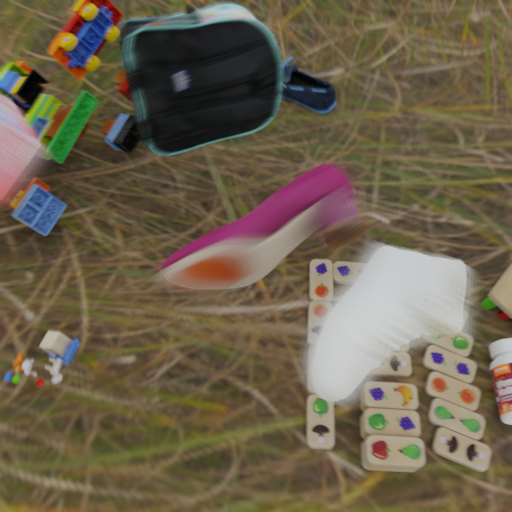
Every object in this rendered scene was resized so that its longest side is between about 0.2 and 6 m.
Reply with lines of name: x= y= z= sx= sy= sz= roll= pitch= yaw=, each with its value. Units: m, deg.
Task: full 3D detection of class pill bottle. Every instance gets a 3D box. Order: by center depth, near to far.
pill bottle: x=4.063 y=1.960 z=8.761 sx=0.672 sy=0.672 sz=1.227 roll=0 pitch=60 yaw=0

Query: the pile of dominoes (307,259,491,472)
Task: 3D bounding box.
pile of dominoes: x=2.234 y=1.572 z=9.048 sx=2.779 sy=0.568 sz=3.565 roll=3 pitch=60 yaw=2

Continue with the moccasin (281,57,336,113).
moccasin: x=0.806 y=-3.857 z=12.122 sx=2.118 sy=0.722 sz=0.852 roll=23 pitch=62 yaw=13

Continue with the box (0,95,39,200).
box: x=-3.725 y=-0.896 z=6.464 sx=2.259 sy=1.069 sz=1.159 roll=-49 pitch=57 yaw=12

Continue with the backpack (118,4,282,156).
backpack: x=-0.799 y=-2.776 z=8.586 sx=2.270 sy=1.995 sz=1.740 roll=-12 pitch=34 yaw=-6

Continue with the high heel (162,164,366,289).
high heel: x=0.021 y=-0.438 z=7.994 sx=2.880 sy=0.971 sz=1.385 roll=-14 pitch=48 yaw=-5

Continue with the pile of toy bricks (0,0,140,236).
pile of toy bricks: x=-4.051 y=-2.614 z=10.836 sx=2.293 sy=2.577 sz=4.645 roll=20 pitch=75 yaw=43

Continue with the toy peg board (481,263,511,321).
toy peg board: x=4.701 y=0.746 z=9.586 sx=1.367 sy=0.672 sz=1.373 roll=43 pitch=69 yaw=5

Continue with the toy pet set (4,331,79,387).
toy pet set: x=-3.343 y=1.740 z=9.046 sx=1.046 sy=0.556 sz=0.977 roll=-1 pitch=53 yaw=38

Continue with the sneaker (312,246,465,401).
sneaker: x=1.282 y=0.629 z=5.100 sx=1.008 sy=0.643 sz=1.745 roll=9 pitch=56 yaw=43
